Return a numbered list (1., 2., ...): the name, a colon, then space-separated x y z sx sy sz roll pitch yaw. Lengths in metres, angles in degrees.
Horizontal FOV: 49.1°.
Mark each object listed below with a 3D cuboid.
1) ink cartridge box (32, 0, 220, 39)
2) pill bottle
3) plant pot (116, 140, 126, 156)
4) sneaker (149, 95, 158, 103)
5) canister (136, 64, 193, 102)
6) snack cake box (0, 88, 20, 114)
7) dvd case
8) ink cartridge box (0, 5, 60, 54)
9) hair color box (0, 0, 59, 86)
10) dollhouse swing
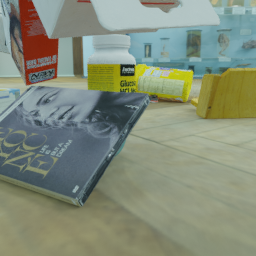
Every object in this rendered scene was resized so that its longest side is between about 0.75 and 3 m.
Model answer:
1. ink cartridge box: -0.359 -2.012 3.183 1.635 2.819 0.956 -17 -13 -35
2. pill bottle: -0.463 -1.332 7.984 1.383 2.460 1.383 0 13 0
3. plant pot: -0.478 0.134 5.120 0.996 0.996 0.799 -1 27 -4
4. sneaker: 1.082 -1.376 12.923 0.334 0.355 0.867 -10 16 -38
5. canister: 1.604 -2.166 13.449 2.738 1.185 2.033 10 35 17
6. snack cake box: -5.399 -1.015 10.238 2.509 0.843 1.443 5 15 18
7. dvd case: -1.327 0.026 4.714 2.869 0.229 2.133 8 47 31
8. ink cartridge box: -3.546 -3.028 8.465 2.523 1.048 1.849 7 32 -38
9. hair color box: -1.847 -2.062 5.199 0.748 2.341 1.298 -21 66 -25
10. dollhouse swing: 3.498 -1.358 9.560 2.365 2.150 2.079 -2 34 -6
